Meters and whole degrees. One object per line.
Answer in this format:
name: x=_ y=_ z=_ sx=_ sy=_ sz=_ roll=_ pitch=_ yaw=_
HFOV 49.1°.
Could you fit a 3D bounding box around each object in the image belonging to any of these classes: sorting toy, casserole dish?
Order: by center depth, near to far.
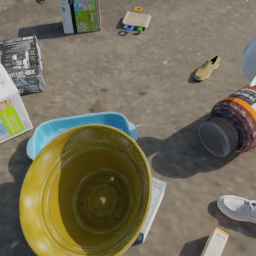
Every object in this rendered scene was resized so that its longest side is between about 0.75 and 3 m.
casserole dish: x=-1.115 y=0.431 z=7.117 sx=2.728 sy=0.529 sz=1.652 roll=-9 pitch=52 yaw=-6
sorting toy: x=0.356 y=-4.219 z=11.030 sx=0.979 sy=0.237 sz=1.738 roll=14 pitch=53 yaw=5

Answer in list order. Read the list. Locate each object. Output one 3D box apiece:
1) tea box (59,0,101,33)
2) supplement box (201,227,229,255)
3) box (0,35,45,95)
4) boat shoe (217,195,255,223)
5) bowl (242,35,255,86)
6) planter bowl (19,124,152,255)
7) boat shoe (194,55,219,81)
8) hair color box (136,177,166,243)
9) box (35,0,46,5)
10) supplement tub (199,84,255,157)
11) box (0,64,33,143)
tea box: x=-1.787 y=-4.466 z=10.418 sx=1.441 sy=1.465 sz=0.979 roll=-8 pitch=52 yaw=-7
supplement box: x=1.662 y=2.438 z=5.529 sx=0.288 sy=0.494 sz=0.783 roll=28 pitch=57 yaw=18
box: x=-4.128 y=-1.867 z=8.838 sx=2.749 sy=0.684 sz=2.168 roll=-13 pitch=53 yaw=-10
boat shoe: x=2.734 y=1.796 z=6.018 sx=1.532 sy=0.525 sz=0.552 roll=23 pitch=55 yaw=18
bowl: x=2.885 y=-1.600 z=5.844 sx=1.446 sy=1.446 sz=0.650 roll=-32 pitch=70 yaw=-23
planter bowl: x=-0.705 y=1.392 z=5.719 sx=2.751 sy=1.146 sz=2.751 roll=-8 pitch=64 yaw=17
boat shoe: x=2.564 y=-1.997 z=9.091 sx=0.437 sy=0.464 sz=1.219 roll=32 pitch=58 yaw=23
hair color box: x=0.419 y=1.743 z=6.010 sx=0.370 sy=0.604 sz=1.221 roll=21 pitch=54 yaw=16
box: x=-2.064 y=-3.796 z=6.130 sx=1.146 sy=1.678 sz=0.316 roll=-35 pitch=19 yaw=8
supplement tub: x=3.119 y=-0.318 z=7.120 sx=2.720 sy=1.455 sz=1.455 roll=-29 pitch=57 yaw=-21
box: x=-4.037 y=-0.279 z=7.064 sx=2.621 sy=1.474 sz=1.328 roll=-28 pitch=56 yaw=-20
